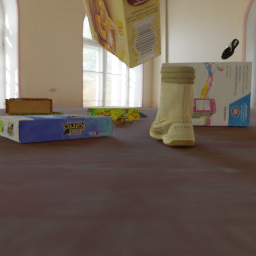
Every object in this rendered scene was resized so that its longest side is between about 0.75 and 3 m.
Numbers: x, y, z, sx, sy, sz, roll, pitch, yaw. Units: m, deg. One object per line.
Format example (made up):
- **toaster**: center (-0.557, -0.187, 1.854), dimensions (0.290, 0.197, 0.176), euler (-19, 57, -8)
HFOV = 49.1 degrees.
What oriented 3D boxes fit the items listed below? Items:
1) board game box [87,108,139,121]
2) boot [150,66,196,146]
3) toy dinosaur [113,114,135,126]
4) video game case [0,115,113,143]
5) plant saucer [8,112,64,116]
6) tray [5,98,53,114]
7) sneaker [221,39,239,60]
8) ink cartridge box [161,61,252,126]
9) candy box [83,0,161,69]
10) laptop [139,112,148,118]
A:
- **board game box**: center (-0.681, -0.628, 12.543), dimensions (2.143, 0.510, 1.088), euler (4, 6, 37)
- **boot**: center (0.812, -0.445, 5.304), dimensions (0.654, 1.397, 1.797), euler (0, 5, -4)
- **toy dinosaur**: center (-0.381, -0.188, 9.017), dimensions (1.286, 0.388, 0.683), euler (6, -18, -14)
- **video game case**: center (-1.669, -0.054, 6.268), dimensions (2.026, 0.460, 1.836), euler (-4, 7, -37)
- **plant saucer**: center (-3.291, -0.345, 9.854), dimensions (1.736, 0.416, 1.734), euler (-2, 5, -25)
- **tray**: center (-3.506, -0.786, 9.686), dimensions (1.353, 0.508, 2.744), euler (-2, 6, -23)
- **sneaker**: center (3.366, -2.582, 9.439), dimensions (0.318, 0.843, 0.485), euler (39, -6, -3)
- **ink cartridge box**: center (2.407, -1.069, 9.056), dimensions (2.738, 1.979, 1.159), euler (1, 5, 11)
- **candy box**: center (-0.251, -2.762, 4.968), dimensions (0.819, 2.960, 1.709), euler (-29, 48, -19)
- **laptop**: center (0.406, -0.591, 14.831), dimensions (0.963, 0.558, 0.902), euler (31, 15, 15)
